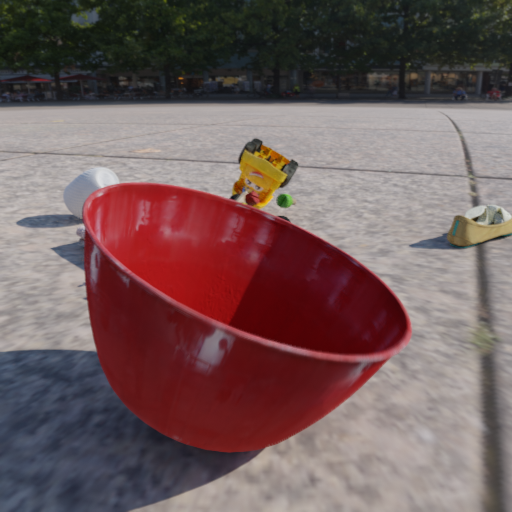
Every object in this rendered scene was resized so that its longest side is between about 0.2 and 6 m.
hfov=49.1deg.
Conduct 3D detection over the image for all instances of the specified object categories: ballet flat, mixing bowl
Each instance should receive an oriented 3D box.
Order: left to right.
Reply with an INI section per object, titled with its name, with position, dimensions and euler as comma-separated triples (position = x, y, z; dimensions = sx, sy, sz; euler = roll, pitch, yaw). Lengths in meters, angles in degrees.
[mixing bowl]
position = -0.309, 0.648, 5.112
dimensions = 2.959, 1.602, 2.959
euler = 21, 19, -8
[ballet flat]
position = 4.583, -0.669, 11.053
dimensions = 2.177, 0.686, 0.747
euler = -16, 24, -39

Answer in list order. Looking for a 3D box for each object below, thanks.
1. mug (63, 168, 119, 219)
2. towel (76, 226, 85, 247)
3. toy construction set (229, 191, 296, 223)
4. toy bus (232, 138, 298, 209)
[mug]
position = -3.376, -1.357, 12.215
dimensions = 1.255, 0.927, 1.100
euler = 23, -36, -37
[towel]
position = -1.471, -0.329, 10.420
dimensions = 2.871, 0.463, 2.742
euler = -16, 24, -39
[toy construction set]
position = -0.567, -0.255, 8.110
dimensions = 1.804, 1.504, 1.386
euler = 12, 10, 30
[toy bus]
position = -0.013, -1.574, 12.292
dimensions = 1.190, 1.684, 1.754
euler = 32, 18, -1
